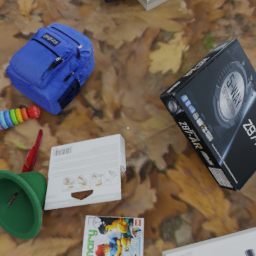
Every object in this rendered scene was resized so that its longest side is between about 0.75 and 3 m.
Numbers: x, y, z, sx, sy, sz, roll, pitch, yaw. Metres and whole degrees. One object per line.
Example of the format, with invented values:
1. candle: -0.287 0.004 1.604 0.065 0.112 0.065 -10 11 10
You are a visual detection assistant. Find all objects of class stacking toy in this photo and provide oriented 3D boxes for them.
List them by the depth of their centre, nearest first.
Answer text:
1. stacking toy: -2.946 -0.287 7.339 1.280 0.546 0.546 -14 70 -10

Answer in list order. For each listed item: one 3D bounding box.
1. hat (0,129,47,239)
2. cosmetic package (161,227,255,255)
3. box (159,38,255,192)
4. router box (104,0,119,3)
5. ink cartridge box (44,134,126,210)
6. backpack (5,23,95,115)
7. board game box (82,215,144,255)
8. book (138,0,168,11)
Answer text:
1. hat: -2.158 1.374 6.803 1.617 1.719 1.952 19 114 20
2. cosmetic package: 2.341 2.907 5.950 2.993 0.758 1.236 -13 69 -5
3. box: 2.315 -0.291 6.485 2.200 0.598 2.746 -40 104 -19
4. router box: 0.391 -5.222 8.644 2.974 0.924 2.228 -14 65 -6
5. ink cartridge box: -0.951 1.038 6.435 1.822 0.397 1.581 -11 57 13
6. backpack: -1.821 -1.663 7.229 1.665 1.719 2.049 36 69 5
7. board game box: -0.345 3.034 6.102 1.334 0.366 2.113 2 69 2
8. book: 0.643 -4.686 9.109 1.123 0.404 1.681 -29 69 -12
